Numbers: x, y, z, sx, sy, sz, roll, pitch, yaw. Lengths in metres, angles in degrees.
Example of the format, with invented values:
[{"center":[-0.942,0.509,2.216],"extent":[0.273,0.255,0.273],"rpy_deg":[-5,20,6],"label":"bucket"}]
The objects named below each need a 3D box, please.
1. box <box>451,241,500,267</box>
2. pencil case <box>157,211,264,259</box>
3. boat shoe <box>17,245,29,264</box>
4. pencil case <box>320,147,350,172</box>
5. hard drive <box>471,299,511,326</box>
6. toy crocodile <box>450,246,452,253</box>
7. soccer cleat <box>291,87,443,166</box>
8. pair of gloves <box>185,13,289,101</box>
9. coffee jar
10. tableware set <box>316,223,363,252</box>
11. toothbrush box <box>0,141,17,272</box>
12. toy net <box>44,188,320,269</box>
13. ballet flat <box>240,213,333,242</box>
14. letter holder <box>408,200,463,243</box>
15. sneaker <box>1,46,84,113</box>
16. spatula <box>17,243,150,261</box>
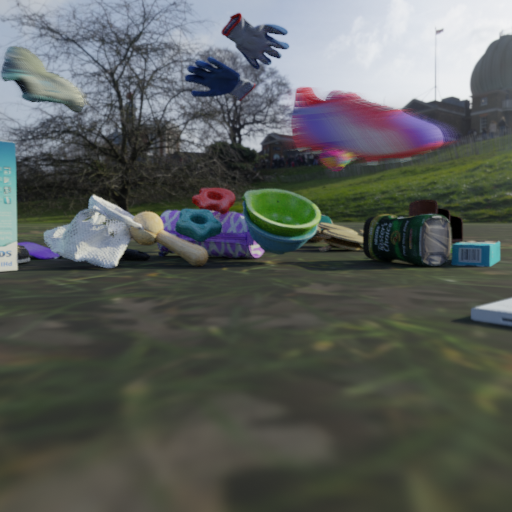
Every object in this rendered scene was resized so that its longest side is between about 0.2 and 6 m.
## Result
[{"center":[3.563,-0.048,9.031],"extent":[0.568,0.339,1.380],"rpy_deg":[2,5,28],"label":"box"},{"center":[-0.847,-0.403,10.123],"extent":[2.075,0.871,0.887],"rpy_deg":[2,-1,21],"label":"pencil case"},{"center":[-4.464,-0.264,8.085],"extent":[0.869,0.741,2.600],"rpy_deg":[6,2,37],"label":"boat shoe"},{"center":[2.132,-2.560,12.717],"extent":[1.572,0.695,0.695],"rpy_deg":[-45,27,-25],"label":"pencil case"},{"center":[2.100,0.425,4.263],"extent":[0.842,0.111,0.555],"rpy_deg":[-4,6,-42],"label":"hard drive"},{"center":[3.009,-0.115,10.161],"extent":[1.224,0.378,0.413],"rpy_deg":[4,3,-10],"label":"toy crocodile"},{"center":[1.878,-2.474,10.362],"extent":[1.113,1.276,3.336],"rpy_deg":[-23,26,-33],"label":"soccer cleat"},{"center":[-0.372,-3.638,10.504],"extent":[2.032,0.231,1.633],"rpy_deg":[-38,-27,31],"label":"pair of gloves"},{"center":[2.333,-0.266,8.912],"extent":[0.657,0.803,1.539],"rpy_deg":[-1,4,-24],"label":"coffee jar"},{"center":[1.875,-0.367,12.742],"extent":[1.532,0.465,2.318],"rpy_deg":[12,10,-3],"label":"tableware set"},{"center":[-3.948,-0.651,7.379],"extent":[0.762,1.787,1.308],"rpy_deg":[4,7,40],"label":"toothbrush box"},{"center":[-1.159,-0.718,8.888],"extent":[4.158,0.803,2.181],"rpy_deg":[-2,38,-21],"label":"toy net"},{"center":[0.711,-0.678,15.225],"extent":[2.742,0.933,0.922],"rpy_deg":[4,-17,-11],"label":"ballet flat"},{"center":[5.039,-0.992,15.853],"extent":[0.847,1.197,1.684],"rpy_deg":[-1,4,-10],"label":"letter holder"},{"center":[-4.215,-3.252,10.988],"extent":[0.676,0.752,1.741],"rpy_deg":[0,-23,41],"label":"sneaker"},{"center":[-3.064,-0.064,9.770],"extent":[2.611,0.268,0.738],"rpy_deg":[2,6,15],"label":"spatula"}]
